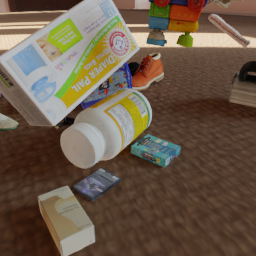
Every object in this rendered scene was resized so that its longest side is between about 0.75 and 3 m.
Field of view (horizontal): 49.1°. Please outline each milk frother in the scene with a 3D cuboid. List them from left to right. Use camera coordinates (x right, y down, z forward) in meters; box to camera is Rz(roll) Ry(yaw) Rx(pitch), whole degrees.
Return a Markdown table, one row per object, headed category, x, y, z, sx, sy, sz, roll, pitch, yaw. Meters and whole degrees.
| category | x | y | z | sx | sy | sz | roll | pitch | yaw |
| --- | --- | --- | --- | --- | --- | --- | --- | --- | --- |
| milk frother | 5.501 | -1.908 | 11.282 | 2.097 | 2.012 | 2.229 | 18 | 36 | 29 |

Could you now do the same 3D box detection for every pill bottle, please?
| category | x | y | z | sx | sy | sz | roll | pitch | yaw |
| --- | --- | --- | --- | --- | --- | --- | --- | --- | --- |
| pill bottle | -0.587 | -0.027 | 8.316 | 1.600 | 1.600 | 2.837 | 16 | 32 | 26 |

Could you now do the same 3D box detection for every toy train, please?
| category | x | y | z | sx | sy | sz | roll | pitch | yaw |
| --- | --- | --- | --- | --- | --- | --- | --- | --- | --- |
| toy train | 1.283 | -2.124 | 5.662 | 1.842 | 1.066 | 0.780 | 7 | 22 | 1 |

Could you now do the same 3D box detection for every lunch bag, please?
| category | x | y | z | sx | sy | sz | roll | pitch | yaw |
| --- | --- | --- | --- | --- | --- | --- | --- | --- | --- |
| lunch bag | -0.889 | -1.762 | 11.759 | 2.067 | 1.292 | 2.746 | -16 | 39 | 7 |

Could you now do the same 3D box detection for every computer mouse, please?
| category | x | y | z | sx | sy | sz | roll | pitch | yaw |
| --- | --- | --- | --- | --- | --- | --- | --- | --- | --- |
| computer mouse | -1.946 | -0.003 | 9.510 | 1.214 | 0.398 | 1.728 | 4 | 29 | 6 |

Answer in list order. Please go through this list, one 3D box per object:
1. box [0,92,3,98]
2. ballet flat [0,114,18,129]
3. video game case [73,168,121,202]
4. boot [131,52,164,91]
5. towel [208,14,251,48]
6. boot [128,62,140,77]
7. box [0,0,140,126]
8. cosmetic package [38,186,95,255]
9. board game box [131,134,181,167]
| category | x | y | z | sx | sy | sz | roll | pitch | yaw |
| --- | --- | --- | --- | --- | --- | --- | --- | --- | --- |
| box | -5.958 | -1.571 | 12.273 | 0.775 | 0.482 | 0.575 | -16 | 33 | -27 |
| ballet flat | -4.792 | -0.298 | 9.873 | 1.786 | 0.557 | 0.602 | 3 | 27 | 5 |
| video game case | -0.797 | 1.430 | 7.216 | 0.730 | 0.097 | 1.022 | 22 | 37 | 35 |
| boot | 0.740 | -2.703 | 13.365 | 0.987 | 1.411 | 2.632 | 21 | 42 | 33 |
| towel | 2.710 | -2.575 | 7.407 | 1.249 | 0.211 | 1.308 | 41 | 28 | 7 |
| boot | 0.146 | -2.918 | 14.635 | 1.394 | 0.630 | 1.702 | -24 | 39 | -34 |
| box | -1.380 | -1.553 | 6.279 | 2.892 | 1.627 | 1.466 | -48 | 27 | -26 |
| cosmetic package | -1.324 | 1.908 | 5.913 | 0.745 | 0.503 | 1.416 | -18 | 33 | -29 |
| board game box | 0.836 | 0.657 | 8.422 | 1.188 | 0.279 | 0.897 | 20 | 35 | 32 |
